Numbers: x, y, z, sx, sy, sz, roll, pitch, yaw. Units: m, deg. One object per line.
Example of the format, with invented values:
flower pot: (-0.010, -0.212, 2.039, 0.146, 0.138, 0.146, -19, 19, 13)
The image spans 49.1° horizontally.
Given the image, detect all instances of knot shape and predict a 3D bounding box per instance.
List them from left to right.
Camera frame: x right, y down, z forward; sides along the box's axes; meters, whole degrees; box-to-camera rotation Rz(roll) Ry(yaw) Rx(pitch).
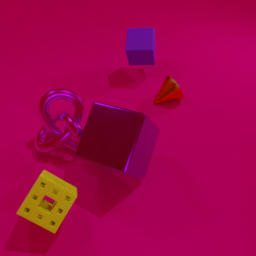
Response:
knot shape: (-1.537, 0.021, 6.823, 1.587, 1.696, 0.784, 36, 18, 20)

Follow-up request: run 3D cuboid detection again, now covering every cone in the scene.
cone: (1.075, -0.971, 8.403, 0.858, 0.855, 0.855, -37, 51, 0)

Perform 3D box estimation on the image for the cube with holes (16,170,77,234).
cube with holes: (-1.508, 1.369, 5.351, 0.765, 0.765, 0.765, 32, 83, -9)

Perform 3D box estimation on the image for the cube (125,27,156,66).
cube: (0.425, -2.592, 8.965, 0.854, 0.854, 0.854, 1, 70, 10)

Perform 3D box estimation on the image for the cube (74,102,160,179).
cube: (-0.180, 0.299, 6.103, 1.232, 1.232, 1.232, 15, 81, 24)
